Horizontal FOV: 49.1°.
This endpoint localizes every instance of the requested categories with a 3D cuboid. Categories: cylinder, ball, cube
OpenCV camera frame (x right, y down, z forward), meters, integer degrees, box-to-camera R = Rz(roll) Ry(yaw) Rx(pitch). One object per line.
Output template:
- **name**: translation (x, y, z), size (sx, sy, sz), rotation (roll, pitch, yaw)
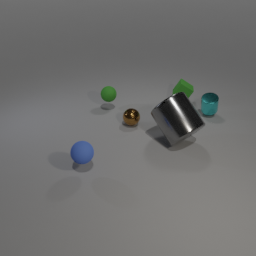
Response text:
- **cylinder**: translation (1.737, -0.312, 9.814), size (1.400, 1.400, 1.400), rotation (-23, 76, -35)
- **ball**: translation (0.139, -0.443, 11.238), size (0.700, 0.700, 0.700), rotation (0, 29, 0)
- **ball**: translation (-1.373, 0.734, 8.396), size (0.700, 0.700, 0.700), rotation (0, 29, 0)
- **cylinder**: translation (3.461, -1.021, 11.868), size (0.700, 0.700, 0.700), rotation (-6, 47, 7)
- **cube**: translation (2.535, -1.728, 12.915), size (0.700, 0.700, 0.700), rotation (31, 29, -6)
- **ball**: translation (-0.850, -1.492, 12.314), size (0.700, 0.700, 0.700), rotation (0, 29, 0)
